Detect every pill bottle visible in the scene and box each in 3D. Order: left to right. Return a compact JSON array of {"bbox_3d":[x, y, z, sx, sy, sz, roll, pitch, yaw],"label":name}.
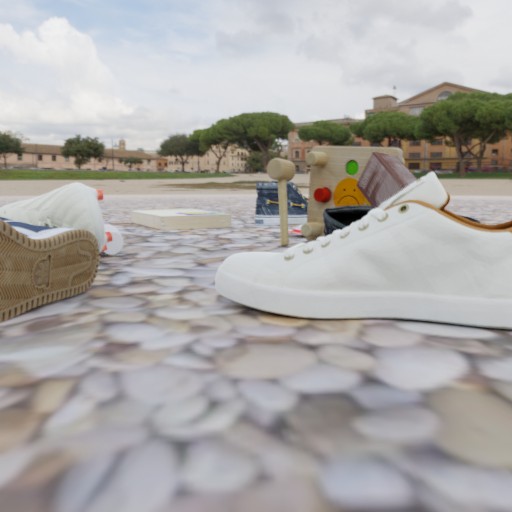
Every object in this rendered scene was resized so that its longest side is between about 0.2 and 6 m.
[{"bbox_3d":[-2.566,-0.297,9.352,0.521,0.521,0.929,-6,15,-36],"label":"pill bottle"}]

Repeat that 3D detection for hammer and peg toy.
[{"bbox_3d":[1.385,-1.022,10.031,2.512,1.848,0.886,10,11,41],"label":"hammer and peg toy"}]

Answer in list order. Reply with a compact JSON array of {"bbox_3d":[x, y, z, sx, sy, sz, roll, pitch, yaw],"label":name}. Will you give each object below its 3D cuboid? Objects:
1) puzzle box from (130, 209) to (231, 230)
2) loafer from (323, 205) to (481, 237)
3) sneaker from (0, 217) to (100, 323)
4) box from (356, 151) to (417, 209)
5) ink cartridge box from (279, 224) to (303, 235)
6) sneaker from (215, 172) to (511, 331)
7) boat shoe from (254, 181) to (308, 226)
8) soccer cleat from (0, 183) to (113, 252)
[{"bbox_3d":[-2.154,-1.029,15.455,1.938,0.370,2.914,-3,9,-27],"label":"puzzle box"},{"bbox_3d":[2.066,-0.387,8.258,2.433,0.854,0.826,3,47,38],"label":"loafer"},{"bbox_3d":[-2.774,0.038,5.287,1.461,0.944,2.694,7,2,13],"label":"sneaker"},{"bbox_3d":[1.811,-0.823,7.328,0.433,0.579,1.157,6,37,-23],"label":"box"},{"bbox_3d":[1.109,-0.578,12.257,0.984,0.246,0.792,6,5,-28],"label":"ink cartridge box"},{"bbox_3d":[1.115,-0.103,5.212,3.107,1.315,1.131,1,9,15],"label":"sneaker"},{"bbox_3d":[1.143,-1.524,15.925,2.694,1.223,0.953,-6,10,-36],"label":"boat shoe"},{"bbox_3d":[-3.241,-0.410,8.580,1.310,1.170,3.378,-14,9,-33],"label":"soccer cleat"}]
